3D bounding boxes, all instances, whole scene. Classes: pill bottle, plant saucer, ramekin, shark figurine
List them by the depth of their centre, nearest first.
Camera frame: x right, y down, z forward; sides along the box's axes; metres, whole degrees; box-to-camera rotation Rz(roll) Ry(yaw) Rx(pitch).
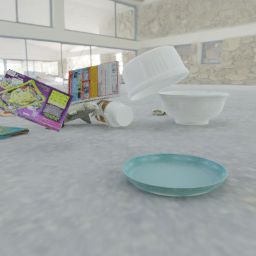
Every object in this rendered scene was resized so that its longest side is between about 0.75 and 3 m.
[{"bbox_3d":[0.724,0.731,4.499,1.643,0.225,1.643,0,10,0],"label":"plant saucer"},{"bbox_3d":[0.790,-1.717,8.787,2.031,0.990,2.031,-23,-2,-1],"label":"ramekin"},{"bbox_3d":[-0.490,-0.474,9.160,0.831,0.831,1.453,-7,13,-33],"label":"pill bottle"},{"bbox_3d":[-1.332,-0.417,9.230,2.197,0.917,1.313,-2,41,32],"label":"shark figurine"}]

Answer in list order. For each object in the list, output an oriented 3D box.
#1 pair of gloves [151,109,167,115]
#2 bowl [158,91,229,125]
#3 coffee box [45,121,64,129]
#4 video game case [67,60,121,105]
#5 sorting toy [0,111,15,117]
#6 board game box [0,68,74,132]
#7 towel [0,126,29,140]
[{"bbox_3d":[1.809,-0.710,11.898,1.535,0.269,1.305,4,12,26],"label":"pair of gloves"},{"bbox_3d":[2.224,-0.706,9.722,2.382,1.071,2.382,0,12,0],"label":"bowl"},{"bbox_3d":[-2.318,-0.463,8.804,0.374,0.937,0.536,5,12,24],"label":"coffee box"},{"bbox_3d":[-1.167,-1.520,9.446,1.878,1.343,0.164,-8,-23,13],"label":"video game case"},{"bbox_3d":[-5.029,-0.628,11.627,1.364,0.201,1.008,-7,13,-33],"label":"sorting toy"},{"bbox_3d":[-2.057,-0.599,6.122,1.507,0.905,0.243,23,-29,-13],"label":"board game box"},{"bbox_3d":[-3.701,0.111,7.960,1.454,0.158,1.066,4,11,27],"label":"towel"}]
